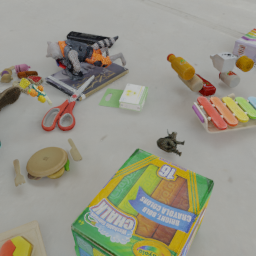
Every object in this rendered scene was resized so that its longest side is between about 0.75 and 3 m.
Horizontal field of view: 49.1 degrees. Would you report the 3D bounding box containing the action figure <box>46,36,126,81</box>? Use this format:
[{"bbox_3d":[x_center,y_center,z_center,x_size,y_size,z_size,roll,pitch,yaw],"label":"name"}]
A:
[{"bbox_3d":[-1.881,-3.123,11.180,2.841,1.536,2.937,-7,41,-30],"label":"action figure"}]

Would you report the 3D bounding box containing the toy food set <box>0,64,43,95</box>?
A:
[{"bbox_3d":[-4.233,-2.080,11.065,2.176,0.343,1.383,23,46,24],"label":"toy food set"}]

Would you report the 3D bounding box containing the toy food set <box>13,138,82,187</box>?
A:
[{"bbox_3d":[-2.192,0.991,7.684,1.779,0.357,1.228,-21,38,-14],"label":"toy food set"}]

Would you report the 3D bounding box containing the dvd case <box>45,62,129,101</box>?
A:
[{"bbox_3d":[-1.601,-2.111,11.200,2.015,0.216,2.711,30,50,29],"label":"dvd case"}]

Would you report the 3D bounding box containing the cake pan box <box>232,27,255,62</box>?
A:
[{"bbox_3d":[6.583,-3.575,12.474,2.865,0.749,2.638,33,53,31],"label":"cake pan box"}]

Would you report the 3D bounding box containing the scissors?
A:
[{"bbox_3d":[-2.031,-0.991,9.719,1.091,0.208,2.981,7,50,9],"label":"scissors"}]

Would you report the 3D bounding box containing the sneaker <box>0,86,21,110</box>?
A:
[{"bbox_3d":[-4.467,-0.995,9.666,0.627,0.585,1.661,17,44,19],"label":"sneaker"}]

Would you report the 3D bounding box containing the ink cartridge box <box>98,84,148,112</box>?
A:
[{"bbox_3d":[-0.151,-1.147,10.022,1.572,0.377,1.144,11,43,10],"label":"ink cartridge box"}]

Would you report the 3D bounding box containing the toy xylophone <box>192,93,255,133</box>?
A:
[{"bbox_3d":[3.279,-0.621,9.188,2.607,0.655,1.909,-14,43,-16],"label":"toy xylophone"}]

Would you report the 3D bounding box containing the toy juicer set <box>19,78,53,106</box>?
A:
[{"bbox_3d":[-2.741,-1.098,8.877,0.841,1.321,0.360,43,96,27],"label":"toy juicer set"}]

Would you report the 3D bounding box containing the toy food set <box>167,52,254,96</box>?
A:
[{"bbox_3d":[2.946,-2.166,10.347,2.991,1.428,1.346,-14,44,-16],"label":"toy food set"}]

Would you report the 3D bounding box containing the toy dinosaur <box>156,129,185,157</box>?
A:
[{"bbox_3d":[1.095,0.467,7.731,0.738,0.555,1.442,17,17,30],"label":"toy dinosaur"}]

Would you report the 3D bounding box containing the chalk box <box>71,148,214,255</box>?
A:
[{"bbox_3d":[0.161,2.111,5.269,1.779,1.770,2.859,22,46,23],"label":"chalk box"}]

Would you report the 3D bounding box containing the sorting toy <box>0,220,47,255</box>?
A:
[{"bbox_3d":[-2.524,2.944,5.376,1.980,0.390,2.139,-18,44,-19],"label":"sorting toy"}]

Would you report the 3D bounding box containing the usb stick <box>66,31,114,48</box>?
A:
[{"bbox_3d":[-1.822,-4.280,13.524,2.376,0.387,0.659,15,50,16],"label":"usb stick"}]

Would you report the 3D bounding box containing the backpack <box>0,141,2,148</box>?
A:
[{"bbox_3d":[-5.101,0.009,7.613,2.190,1.910,2.492,-37,45,-27],"label":"backpack"}]
